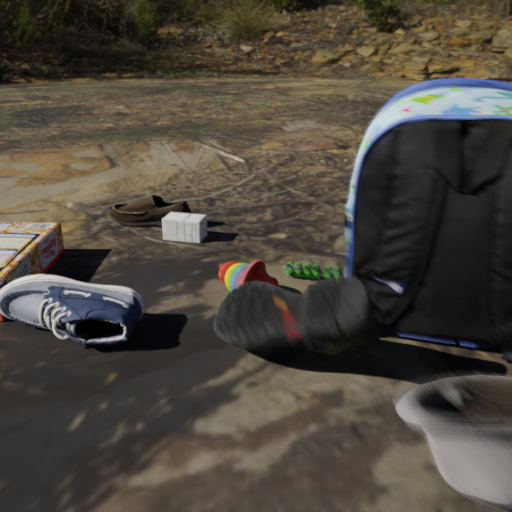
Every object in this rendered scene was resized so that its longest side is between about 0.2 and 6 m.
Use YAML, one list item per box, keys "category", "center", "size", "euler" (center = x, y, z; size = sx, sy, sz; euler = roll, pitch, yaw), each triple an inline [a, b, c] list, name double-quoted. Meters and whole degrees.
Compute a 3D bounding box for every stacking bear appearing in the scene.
- category: "stacking bear"
  center: [-0.259, 0.390, 9.855]
  size: [0.658, 0.703, 1.157]
  euler: [-46, 29, -15]

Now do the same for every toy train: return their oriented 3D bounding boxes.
- category: "toy train"
  center: [1.058, 0.310, 10.388]
  size: [1.083, 0.305, 0.226]
  euler: [6, 54, 10]

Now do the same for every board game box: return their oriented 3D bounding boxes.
- category: "board game box"
  center: [-5.162, 0.167, 10.228]
  size: [2.294, 0.701, 3.028]
  euler: [1, 23, 2]

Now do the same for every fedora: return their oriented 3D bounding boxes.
- category: "fedora"
  center: [2.349, 1.835, 5.595]
  size: [1.782, 0.910, 2.015]
  euler: [-6, -1, -1]

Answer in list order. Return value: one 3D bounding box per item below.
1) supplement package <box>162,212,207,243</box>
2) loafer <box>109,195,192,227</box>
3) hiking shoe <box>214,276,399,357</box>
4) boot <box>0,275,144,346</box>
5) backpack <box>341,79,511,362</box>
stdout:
- category: "supplement package"
  center: [-1.577, -0.630, 12.412]
  size: [0.873, 0.512, 0.510]
  euler: [5, 23, 12]
- category: "loafer"
  center: [-2.475, -1.119, 13.286]
  size: [2.062, 0.736, 0.753]
  euler: [3, 23, 8]
- category: "hiking shoe"
  center: [0.572, 1.014, 7.751]
  size: [2.621, 1.319, 0.992]
  euler: [-6, 54, 41]
- category: "boot"
  center: [-2.909, 0.837, 8.434]
  size: [2.290, 0.833, 1.034]
  euler: [1, 17, 0]
- category: "backpack"
  center: [2.913, -0.688, 8.068]
  size: [3.213, 3.511, 2.580]
  euler: [8, 37, 20]
